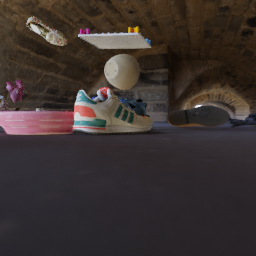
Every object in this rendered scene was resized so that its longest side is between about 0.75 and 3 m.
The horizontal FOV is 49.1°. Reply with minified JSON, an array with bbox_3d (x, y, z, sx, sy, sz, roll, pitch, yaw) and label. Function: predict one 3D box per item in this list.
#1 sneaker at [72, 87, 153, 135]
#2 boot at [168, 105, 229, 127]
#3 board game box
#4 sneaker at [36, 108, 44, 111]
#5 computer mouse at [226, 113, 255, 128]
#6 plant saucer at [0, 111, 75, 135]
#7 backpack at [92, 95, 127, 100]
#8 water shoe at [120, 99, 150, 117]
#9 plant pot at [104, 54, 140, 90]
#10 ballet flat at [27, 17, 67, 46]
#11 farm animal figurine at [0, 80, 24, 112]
[{"bbox_3d":[-0.230,-0.375,6.113,2.139,1.000,0.753,-2,2,-41],"label":"sneaker"},{"bbox_3d":[3.253,-0.465,13.151,2.723,1.002,1.027,-2,-10,8],"label":"boot"},{"bbox_3d":[-0.517,-4.366,13.732,2.921,0.378,2.920,4,6,15],"label":"board game box"},{"bbox_3d":[-3.505,-0.432,12.268,0.959,0.827,2.188,0,2,-14],"label":"sneaker"},{"bbox_3d":[5.175,-0.245,12.096,1.630,0.534,2.322,2,11,29],"label":"computer mouse"},{"bbox_3d":[-1.926,-0.114,6.243,1.895,0.480,1.895,-1,1,0],"label":"plant saucer"},{"bbox_3d":[-1.074,-0.639,11.603,1.919,1.291,1.752,-1,2,28],"label":"backpack"},{"bbox_3d":[0.033,-0.447,8.731,1.054,0.955,2.672,-14,13,-5],"label":"water shoe"},{"bbox_3d":[-0.523,-3.160,15.454,1.987,1.987,1.334,1,3,35],"label":"plant pot"},{"bbox_3d":[-3.324,-3.828,11.335,1.757,0.665,0.562,29,34,-7],"label":"ballet flat"},{"bbox_3d":[-3.854,-0.394,7.003,2.432,1.223,1.964,4,22,29],"label":"farm animal figurine"}]
